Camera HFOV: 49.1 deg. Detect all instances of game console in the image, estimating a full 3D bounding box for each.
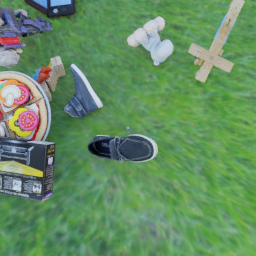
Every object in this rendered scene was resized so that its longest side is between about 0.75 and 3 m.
[{"bbox_3d":[-2.377,-4.309,8.579,1.326,0.913,1.538,-6,77,3],"label":"game console"}]

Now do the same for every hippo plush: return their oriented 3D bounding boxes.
[{"bbox_3d":[0.644,-2.263,7.779,1.051,1.320,1.061,-36,98,-22],"label":"hippo plush"}]

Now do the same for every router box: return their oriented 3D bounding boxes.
[{"bbox_3d":[-2.401,0.853,6.164,1.549,0.404,1.218,6,94,15],"label":"router box"}]

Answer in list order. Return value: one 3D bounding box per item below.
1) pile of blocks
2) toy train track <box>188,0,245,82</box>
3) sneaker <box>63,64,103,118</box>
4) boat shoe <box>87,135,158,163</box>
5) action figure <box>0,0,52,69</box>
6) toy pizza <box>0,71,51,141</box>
[{"bbox_3d":[-2.394,-1.134,7.394,0.924,0.700,2.252,14,66,6],"label":"pile of blocks"},{"bbox_3d":[2.439,-2.373,7.655,1.327,0.376,2.313,23,100,-11],"label":"toy train track"},{"bbox_3d":[-1.379,-0.893,7.188,0.953,0.501,1.319,-31,95,-6],"label":"sneaker"},{"bbox_3d":[-0.173,0.475,6.362,1.753,0.546,0.654,4,104,30],"label":"boat shoe"},{"bbox_3d":[-3.509,-2.904,7.516,1.488,2.844,2.751,-21,91,26],"label":"action figure"},{"bbox_3d":[-2.948,-0.260,6.699,2.259,0.358,2.259,0,88,10],"label":"toy pizza"}]
